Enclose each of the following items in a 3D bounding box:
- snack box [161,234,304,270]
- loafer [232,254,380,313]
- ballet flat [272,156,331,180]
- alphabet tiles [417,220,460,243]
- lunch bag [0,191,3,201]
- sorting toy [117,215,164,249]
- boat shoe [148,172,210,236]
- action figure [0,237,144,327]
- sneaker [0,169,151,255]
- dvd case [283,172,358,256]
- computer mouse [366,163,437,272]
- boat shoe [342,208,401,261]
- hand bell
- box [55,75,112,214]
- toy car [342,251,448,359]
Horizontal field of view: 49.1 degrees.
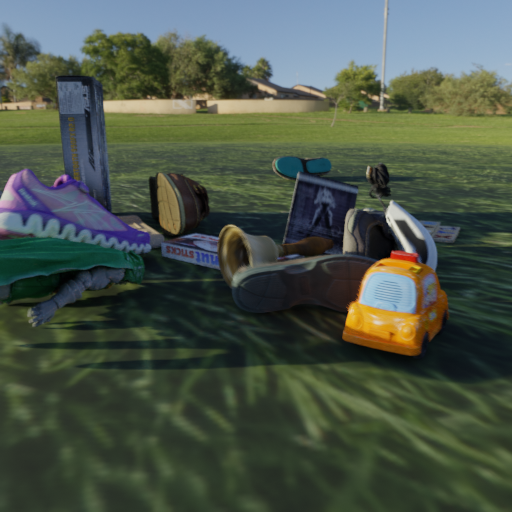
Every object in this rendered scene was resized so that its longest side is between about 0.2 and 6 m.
[{"bbox_3d":[-0.426,-0.010,8.933,2.350,0.286,0.845,12,18,38],"label":"snack box"},{"bbox_3d":[0.716,0.261,6.831,2.044,0.734,0.643,-2,20,-6],"label":"loafer"},{"bbox_3d":[1.549,-3.134,20.519,2.660,0.905,0.894,-3,-7,-33],"label":"ballet flat"},{"bbox_3d":[2.708,-0.553,11.487,2.699,0.085,2.246,6,16,24],"label":"alphabet tiles"},{"bbox_3d":[-4.852,-0.473,8.987,2.063,1.213,1.692,11,17,18],"label":"lunch bag"},{"bbox_3d":[-2.716,-0.354,10.375,1.634,0.322,1.765,-7,20,-25],"label":"sorting toy"},{"bbox_3d":[-1.530,-1.189,11.718,1.136,1.211,3.363,-6,13,-15],"label":"boat shoe"},{"bbox_3d":[-2.757,0.242,6.668,2.033,0.941,3.442,12,11,42],"label":"action figure"},{"bbox_3d":[-2.706,-0.625,8.570,2.554,1.129,1.027,14,-16,-42],"label":"sneaker"},{"bbox_3d":[1.085,-0.666,9.308,1.061,1.427,0.114,14,-23,-1],"label":"dvd case"},{"bbox_3d":[2.116,-0.442,7.921,0.414,1.886,1.034,-25,-23,5],"label":"computer mouse"},{"bbox_3d":[1.940,-0.288,8.720,0.951,0.966,2.594,6,16,19],"label":"boat shoe"},{"bbox_3d":[0.407,-0.073,7.836,1.695,0.882,0.882,-8,17,-31],"label":"hand bell"},{"bbox_3d":[-3.648,-2.239,12.091,0.734,3.038,2.406,-4,15,-11],"label":"box"},{"bbox_3d":[2.091,0.597,5.217,1.412,0.958,2.879,-12,18,-39],"label":"toy car"}]
